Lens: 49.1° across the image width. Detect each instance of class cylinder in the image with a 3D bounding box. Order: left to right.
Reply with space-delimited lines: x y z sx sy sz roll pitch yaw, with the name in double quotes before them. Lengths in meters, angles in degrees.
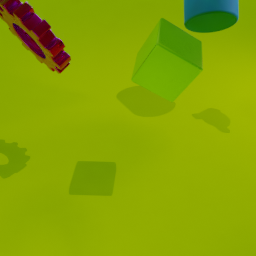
"cylinder" 2.143 -3.374 7.292 1.350 1.350 1.350 0 -2 0

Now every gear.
"gear" -1.741 -1.704 5.236 1.556 1.556 0.288 33 74 34

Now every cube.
"cube" 0.678 -1.159 4.849 0.866 0.866 0.866 26 46 -15
